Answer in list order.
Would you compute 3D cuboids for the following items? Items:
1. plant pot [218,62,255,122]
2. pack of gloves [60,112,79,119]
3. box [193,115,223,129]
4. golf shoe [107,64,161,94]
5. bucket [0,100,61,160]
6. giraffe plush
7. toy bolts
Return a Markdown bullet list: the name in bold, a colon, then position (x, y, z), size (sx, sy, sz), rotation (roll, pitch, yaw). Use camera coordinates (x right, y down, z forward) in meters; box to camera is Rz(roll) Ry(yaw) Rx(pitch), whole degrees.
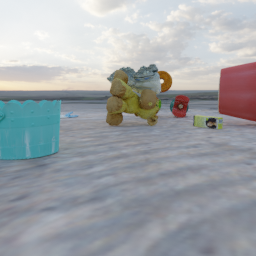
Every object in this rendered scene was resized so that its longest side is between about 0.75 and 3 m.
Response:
- **plant pot**: position (5.065, -1.516, 11.615), size (2.421, 2.736, 2.736), rotation (3, 8, 22)
- **pack of gloves**: position (-3.610, -0.745, 15.400), size (1.330, 0.312, 1.583), rotation (6, 9, 35)
- **box**: position (3.056, -0.236, 10.778), size (0.303, 0.455, 1.208), rotation (-4, 7, -33)
- **golf shoe**: position (0.230, -1.963, 12.350), size (2.794, 1.358, 1.094), rotation (10, 48, 44)
- **bucket**: position (-2.350, -0.031, 6.242), size (1.800, 1.171, 1.800), rotation (0, 6, 0)
- **giraffe plush**: position (0.317, -0.978, 11.608), size (2.079, 2.212, 2.563), rotation (11, -14, 2)
- **toy bolts**: position (2.195, -1.707, 15.937), size (2.719, 2.597, 1.886), rotation (19, 2, 4)
